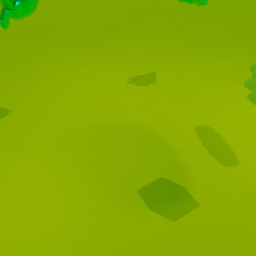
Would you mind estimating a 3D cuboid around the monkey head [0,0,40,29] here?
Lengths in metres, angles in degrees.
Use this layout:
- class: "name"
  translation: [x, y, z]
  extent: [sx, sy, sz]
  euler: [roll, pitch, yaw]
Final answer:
- class: "monkey head"
  translation: [-2.736, -3.227, 6.713]
  extent: [1.594, 1.147, 0.961]
  euler: [-45, 71, 4]

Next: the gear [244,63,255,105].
- class: "gear"
  translation: [3.655, -1.208, 6.520]
  extent: [0.337, 1.821, 1.821]
  euler: [23, 24, -32]

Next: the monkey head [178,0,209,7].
- class: "monkey head"
  translation: [2.235, -4.539, 9.097]
  extent: [1.184, 0.992, 1.646]
  euler: [16, 8, 29]
